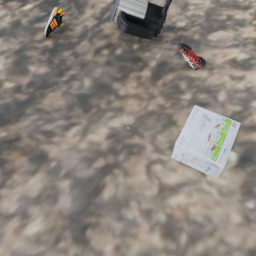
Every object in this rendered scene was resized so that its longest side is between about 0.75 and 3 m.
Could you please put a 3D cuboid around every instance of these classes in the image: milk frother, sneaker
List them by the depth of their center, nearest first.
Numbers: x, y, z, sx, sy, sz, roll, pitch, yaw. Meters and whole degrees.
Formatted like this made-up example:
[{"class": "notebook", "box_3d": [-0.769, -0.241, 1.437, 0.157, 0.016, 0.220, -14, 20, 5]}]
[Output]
[{"class": "milk frother", "box_3d": [0.482, -3.809, 8.702, 1.632, 1.735, 1.566, 14, 35, -14]}, {"class": "sneaker", "box_3d": [1.932, -2.218, 8.825, 1.064, 0.520, 0.376, 43, 67, 2]}, {"class": "sneaker", "box_3d": [-2.469, -3.514, 9.501, 0.481, 1.070, 0.374, 24, 20, -13]}]

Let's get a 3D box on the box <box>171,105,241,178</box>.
[{"class": "box", "box_3d": [1.961, 0.309, 7.096, 1.262, 0.691, 1.430, 23, 59, 15]}]
